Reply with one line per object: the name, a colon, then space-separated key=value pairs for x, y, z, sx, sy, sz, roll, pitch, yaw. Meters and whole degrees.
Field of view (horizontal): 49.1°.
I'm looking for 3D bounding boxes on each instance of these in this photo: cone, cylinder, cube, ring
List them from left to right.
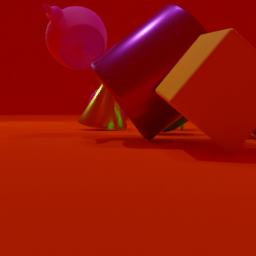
cone: x=-0.532 y=-0.681 z=6.768 sx=1.229 sy=1.233 sz=1.229 roll=8 pitch=10 yaw=-1
ring: x=-0.495 y=-0.529 z=7.426 sx=1.145 sy=1.145 sz=0.229 roll=1 pitch=26 yaw=17
cylinder: x=0.391 y=-0.725 z=3.833 sx=1.316 sy=1.316 sz=1.316 roll=-37 pitch=2 yaw=2
cube: x=0.867 y=-0.379 z=2.765 sx=0.792 sy=0.792 sz=0.792 roll=38 pitch=9 yaw=-12

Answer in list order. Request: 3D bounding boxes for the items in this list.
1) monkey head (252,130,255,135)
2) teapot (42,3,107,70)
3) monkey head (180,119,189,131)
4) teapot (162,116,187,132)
monkey head: x=2.094 y=-0.106 z=4.128 sx=1.403 sy=1.009 sz=0.845 roll=5 pitch=-32 yaw=4
teapot: x=-0.875 y=-1.516 z=4.827 sx=1.744 sy=1.084 sz=0.854 roll=44 pitch=11 yaw=-44
monkey head: x=1.196 y=-0.590 z=6.664 sx=0.826 sy=0.987 sz=1.371 roll=14 pitch=46 yaw=15
teapot: x=0.702 y=-0.441 z=5.255 sx=1.500 sy=0.734 sz=0.932 roll=-48 pitch=31 yaw=-19
